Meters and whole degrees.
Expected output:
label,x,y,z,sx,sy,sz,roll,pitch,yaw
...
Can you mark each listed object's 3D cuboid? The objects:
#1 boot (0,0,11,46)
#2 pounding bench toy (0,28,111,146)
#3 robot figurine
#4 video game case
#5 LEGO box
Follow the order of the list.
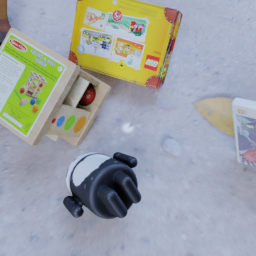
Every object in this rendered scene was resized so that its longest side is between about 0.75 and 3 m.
label,x,y,z,sx,sy,sz,roll,pitch,yaw
boot,-4.969,-3.727,9.119,2.198,0.800,2.335,-8,75,-24
pounding bench toy,-2.336,-1.095,7.049,2.993,2.334,1.859,32,95,16
robot figurine,-0.579,1.196,6.093,1.469,1.955,1.220,2,96,-34
video game case,3.318,0.396,6.010,2.043,2.242,0.258,20,62,37
LEGO box,-0.123,-2.585,8.148,2.861,2.131,1.104,19,21,11
